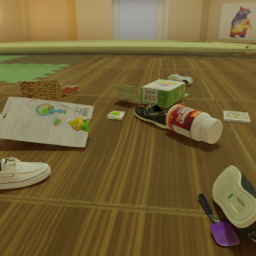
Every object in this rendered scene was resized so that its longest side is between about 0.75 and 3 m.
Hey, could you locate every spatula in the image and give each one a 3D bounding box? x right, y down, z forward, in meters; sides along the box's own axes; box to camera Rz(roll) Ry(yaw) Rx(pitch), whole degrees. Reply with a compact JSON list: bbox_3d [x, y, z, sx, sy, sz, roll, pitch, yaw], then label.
[{"bbox_3d":[1.688,1.749,5.560,0.415,0.151,1.468,-6,20,-5],"label":"spatula"}]

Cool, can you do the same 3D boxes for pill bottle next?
[{"bbox_3d":[2.152,-0.132,9.198,0.938,0.938,1.713,-16,27,-35],"label":"pill bottle"}]

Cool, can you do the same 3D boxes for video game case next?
[{"bbox_3d":[4.279,-0.450,11.084,0.943,0.119,1.036,6,23,15],"label":"video game case"}]

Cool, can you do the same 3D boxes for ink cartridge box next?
[{"bbox_3d":[1.868,-1.790,13.498,1.405,0.802,2.706,14,26,30],"label":"ink cartridge box"}]

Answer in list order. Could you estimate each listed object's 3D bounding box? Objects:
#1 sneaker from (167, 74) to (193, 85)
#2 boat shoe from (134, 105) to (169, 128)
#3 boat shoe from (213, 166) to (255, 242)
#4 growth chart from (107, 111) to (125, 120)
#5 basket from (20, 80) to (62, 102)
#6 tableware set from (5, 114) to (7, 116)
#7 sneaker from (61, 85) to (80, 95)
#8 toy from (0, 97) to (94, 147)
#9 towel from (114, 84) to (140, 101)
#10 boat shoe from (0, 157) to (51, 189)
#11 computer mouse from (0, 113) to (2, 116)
[{"bbox_3d":[2.991,-2.780,16.366,1.487,0.558,0.645,9,29,21],"label":"sneaker"},{"bbox_3d":[1.017,-0.581,10.674,0.745,0.701,2.073,-15,25,-34],"label":"boat shoe"},{"bbox_3d":[2.310,1.483,5.747,0.758,0.805,2.242,39,15,-6],"label":"boat shoe"},{"bbox_3d":[-0.491,-0.514,11.305,0.702,0.086,0.971,3,21,9],"label":"growth chart"},{"bbox_3d":[-3.941,-1.378,12.824,1.749,1.303,1.249,-4,-11,-8],"label":"basket"},{"bbox_3d":[-4.895,-0.487,11.227,0.635,0.088,0.760,0,20,-1],"label":"tableware set"},{"bbox_3d":[-3.097,-1.968,14.484,0.527,0.471,1.320,7,18,33],"label":"sneaker"},{"bbox_3d":[-2.641,-0.089,9.079,2.870,0.678,1.653,4,54,3],"label":"toy"},{"bbox_3d":[-0.038,-1.621,12.845,1.220,0.905,0.223,16,63,33],"label":"towel"},{"bbox_3d":[-2.862,1.031,6.669,1.945,0.636,0.716,-9,25,-21],"label":"boat shoe"},{"bbox_3d":[-5.368,-0.244,10.339,1.535,0.337,0.842,-11,19,-11],"label":"computer mouse"}]
